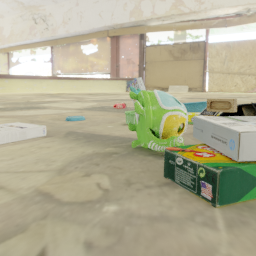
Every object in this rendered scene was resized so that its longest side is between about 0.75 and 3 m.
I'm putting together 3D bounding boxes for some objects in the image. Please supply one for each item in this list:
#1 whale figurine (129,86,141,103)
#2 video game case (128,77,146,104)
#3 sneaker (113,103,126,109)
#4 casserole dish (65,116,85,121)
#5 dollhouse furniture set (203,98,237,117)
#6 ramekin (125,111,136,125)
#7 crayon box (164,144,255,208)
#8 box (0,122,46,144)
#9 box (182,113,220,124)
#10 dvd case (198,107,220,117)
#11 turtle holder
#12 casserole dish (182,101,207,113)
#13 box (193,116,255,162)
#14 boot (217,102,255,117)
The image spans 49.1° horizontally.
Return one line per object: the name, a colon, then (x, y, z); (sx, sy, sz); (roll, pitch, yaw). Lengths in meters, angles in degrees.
whale figurine: (0.681, -1.390, 12.816); (0.845, 1.296, 1.629); (-29, -38, 22)
video game case: (0.573, -1.872, 15.441); (0.349, 1.392, 1.536); (-19, -5, -21)
sneaker: (-0.502, -1.296, 16.948); (0.965, 0.356, 0.418); (4, 23, 44)
casserole dish: (-2.184, -0.401, 11.635); (0.873, 0.169, 0.529); (-6, 11, -37)
dollhouse furniture set: (2.445, -0.230, 7.641); (0.901, 1.105, 1.051); (-8, 10, -41)
ramekin: (0.352, -0.383, 10.550); (0.952, 0.465, 0.952); (0, 9, 0)
crayon box: (1.765, 0.586, 4.380); (2.055, 0.522, 1.305); (-4, 10, -24)
box: (-3.445, 0.141, 7.778); (1.351, 0.340, 1.872); (6, 10, 34)
box: (2.870, -0.389, 10.878); (1.641, 0.397, 0.963); (-1, 8, 9)
dvd case: (3.005, -0.593, 10.124); (0.608, 0.100, 0.809); (13, 43, 46)
turtle holder: (0.736, -0.197, 6.547); (1.284, 1.374, 1.809); (-1, 8, -8)
casserole dish: (2.840, -0.952, 13.184); (2.749, 0.533, 1.665); (-1, 6, 38)
box: (2.318, 0.093, 4.416); (2.119, 0.436, 1.652); (-2, 10, -7)
boot: (4.180, -0.303, 8.388); (1.449, 1.117, 2.991); (-10, 3, -34)
